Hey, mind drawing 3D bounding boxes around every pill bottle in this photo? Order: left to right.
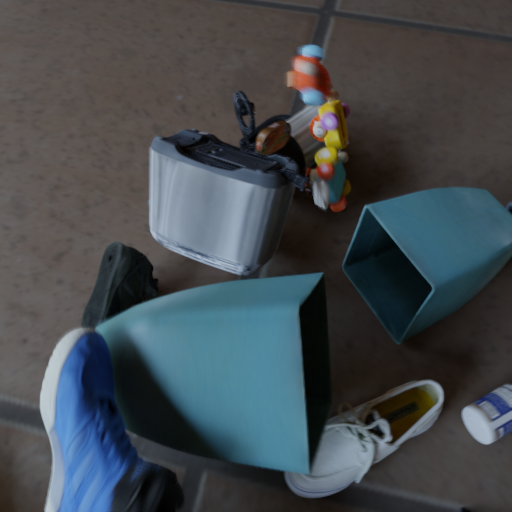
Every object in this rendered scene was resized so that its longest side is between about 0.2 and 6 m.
[{"bbox_3d":[3.795,2.366,8.594,1.108,0.615,0.615,-23,60,-15],"label":"pill bottle"}]

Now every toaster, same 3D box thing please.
[{"bbox_3d":[-0.535,-0.933,9.755,2.935,1.895,1.668,20,26,16],"label":"toaster"}]

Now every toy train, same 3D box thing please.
[{"bbox_3d":[1.046,-2.162,10.123,0.774,2.089,2.782,-3,87,29],"label":"toy train"}]

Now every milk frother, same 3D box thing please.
[{"bbox_3d":[0.534,-2.560,11.084,1.776,1.888,1.704,-38,65,-23],"label":"milk frother"}]

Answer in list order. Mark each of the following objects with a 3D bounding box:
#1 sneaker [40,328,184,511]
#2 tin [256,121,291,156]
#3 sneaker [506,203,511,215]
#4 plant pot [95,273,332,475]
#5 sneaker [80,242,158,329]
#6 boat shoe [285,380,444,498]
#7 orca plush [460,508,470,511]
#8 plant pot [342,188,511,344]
[{"bbox_3d":[-1.620,2.357,6.650,1.688,1.165,3.034,-6,73,23],"label":"sneaker"},{"bbox_3d":[0.317,-2.163,10.310,0.192,0.515,0.919,27,43,28],"label":"tin"},{"bbox_3d":[5.404,-0.954,10.603,1.147,0.952,2.402,21,59,15],"label":"sneaker"},{"bbox_3d":[-0.588,1.511,7.970,3.003,2.121,2.123,-3,99,16],"label":"plant pot"},{"bbox_3d":[-2.275,0.808,9.554,0.726,1.087,1.898,10,79,48],"label":"sneaker"},{"bbox_3d":[1.643,2.566,8.140,2.692,1.148,0.995,-22,59,-14],"label":"boat shoe"},{"bbox_3d":[2.218,4.788,6.518,3.930,1.397,2.068,-34,63,-20],"label":"orca plush"},{"bbox_3d":[3.146,-0.064,9.603,2.518,1.779,1.780,-21,59,-21],"label":"plant pot"}]
